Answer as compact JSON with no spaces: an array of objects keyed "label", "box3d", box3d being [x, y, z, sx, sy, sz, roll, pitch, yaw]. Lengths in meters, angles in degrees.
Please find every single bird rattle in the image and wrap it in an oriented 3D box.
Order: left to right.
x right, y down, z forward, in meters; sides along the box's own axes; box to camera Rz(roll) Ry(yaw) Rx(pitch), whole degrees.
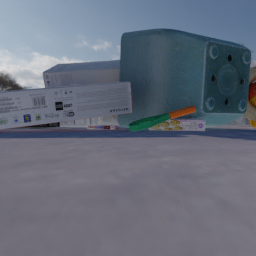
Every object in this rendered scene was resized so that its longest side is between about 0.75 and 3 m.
[{"label":"bird rattle","box3d":[4.122,-1.157,7.901,2.160,2.650,1.493,-24,-2,8]}]

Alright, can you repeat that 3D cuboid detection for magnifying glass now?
[{"label":"magnifying glass","box3d":[0.676,-0.189,5.542,1.377,0.154,0.548,-18,11,-7]}]

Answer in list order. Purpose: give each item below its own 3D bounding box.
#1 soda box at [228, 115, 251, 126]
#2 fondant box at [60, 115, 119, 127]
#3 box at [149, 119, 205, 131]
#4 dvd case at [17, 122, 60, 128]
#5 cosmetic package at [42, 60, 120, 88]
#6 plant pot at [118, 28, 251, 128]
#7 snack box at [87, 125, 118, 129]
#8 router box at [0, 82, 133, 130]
[{"label":"soda box","box3d":[5.252,-0.539,11.727,2.545,0.869,0.807,-1,2,-37]},{"label":"fondant box","box3d":[-1.272,-0.305,8.842,1.908,0.556,1.376,2,2,28]},{"label":"box","box3d":[1.005,-0.066,5.824,1.161,0.241,0.225,1,3,17]},{"label":"dvd case","box3d":[-2.866,-0.101,7.764,1.638,0.203,1.231,-1,2,3]},{"label":"cosmetic package","box3d":[-1.209,-1.500,8.859,2.499,1.060,1.344,0,24,11]},{"label":"plant pot","box3d":[1.484,-1.131,6.988,2.521,2.514,2.568,-1,7,-31]},{"label":"snack box","box3d":[-0.595,-0.017,6.524,0.764,0.093,0.275,1,2,40]},{"label":"router box","box3d":[-1.667,-0.607,6.485,2.806,0.685,2.518,-9,10,-23]}]
